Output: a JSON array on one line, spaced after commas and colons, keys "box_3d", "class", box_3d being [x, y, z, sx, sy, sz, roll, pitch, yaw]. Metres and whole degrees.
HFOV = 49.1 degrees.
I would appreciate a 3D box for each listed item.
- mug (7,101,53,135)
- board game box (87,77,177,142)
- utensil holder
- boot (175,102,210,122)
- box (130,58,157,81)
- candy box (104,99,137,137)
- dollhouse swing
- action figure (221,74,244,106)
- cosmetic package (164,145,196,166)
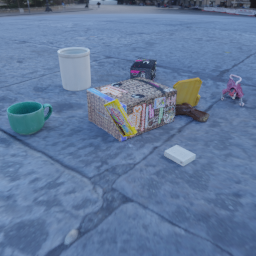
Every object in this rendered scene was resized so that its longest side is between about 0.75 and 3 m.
[{"box_3d": [-3.836, -0.353, 11.031, 1.599, 0.989, 1.314, -2, 28, -4], "class": "mug"}, {"box_3d": [0.154, -0.928, 11.616, 2.931, 1.419, 2.336, -20, 34, -34], "class": "board game box"}, {"box_3d": [-2.879, -3.232, 15.290, 1.695, 1.994, 1.695, 0, 29, 0], "class": "utensil holder"}, {"box_3d": [2.639, -0.573, 12.082, 1.316, 0.453, 1.412, -26, 44, -26], "class": "boot"}, {"box_3d": [0.922, -3.286, 16.350, 1.233, 1.069, 2.016, 6, 30, 12], "class": "box"}, {"box_3d": [-0.248, -0.305, 9.051, 0.652, 1.276, 0.169, -17, 19, 49], "class": "candy box"}, {"box_3d": [2.329, -1.728, 13.005, 1.751, 1.539, 1.591, -13, 31, -22], "class": "dollhouse swing"}, {"box_3d": [5.247, -1.844, 13.627, 1.155, 1.284, 1.725, 19, 20, 21], "class": "action figure"}, {"box_3d": [1.754, 0.919, 9.488, 0.637, 0.218, 0.845, -24, 36, -34], "class": "cosmetic package"}]
